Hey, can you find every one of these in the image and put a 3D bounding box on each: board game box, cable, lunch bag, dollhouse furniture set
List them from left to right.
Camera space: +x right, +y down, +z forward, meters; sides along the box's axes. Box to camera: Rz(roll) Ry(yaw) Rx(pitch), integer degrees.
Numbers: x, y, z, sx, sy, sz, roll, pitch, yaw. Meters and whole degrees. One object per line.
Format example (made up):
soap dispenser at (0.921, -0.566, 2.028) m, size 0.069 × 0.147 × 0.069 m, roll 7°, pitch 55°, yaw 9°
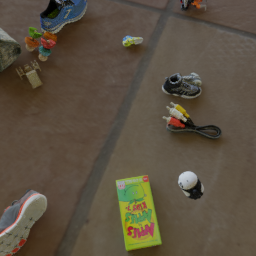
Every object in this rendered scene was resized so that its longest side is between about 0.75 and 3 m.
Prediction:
lunch bag at (-6.182, -3.715, 12.500) m, size 2.327 × 1.622 × 1.952 m, roll 38°, pitch 53°, yaw 16°
dollhouse furniture set at (-4.287, -2.351, 12.431) m, size 0.937 × 0.710 × 1.069 m, roll -29°, pitch 46°, yaw -13°
board game box at (0.334, 2.926, 9.779) m, size 1.186 × 0.556 × 2.335 m, roll -9°, pitch 64°, yaw -4°
cable at (2.532, -0.085, 11.210) m, size 2.432 × 0.612 × 1.181 m, roll 26°, pitch 67°, yaw 12°

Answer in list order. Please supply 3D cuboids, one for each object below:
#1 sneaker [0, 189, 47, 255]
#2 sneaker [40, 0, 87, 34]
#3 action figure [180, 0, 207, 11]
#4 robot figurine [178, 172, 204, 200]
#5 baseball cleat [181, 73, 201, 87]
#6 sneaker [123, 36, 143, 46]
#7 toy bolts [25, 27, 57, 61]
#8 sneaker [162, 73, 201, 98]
sneaker at (-3.920, 3.272, 9.580) m, size 1.096 × 1.031 × 2.677 m, roll 23°, pitch 65°, yaw 43°
sneaker at (-3.099, -5.771, 13.613) m, size 1.100 × 1.249 × 2.801 m, roll 39°, pitch 70°, yaw 16°
action figure at (3.331, -6.707, 14.338) m, size 1.542 × 0.834 × 1.594 m, roll 16°, pitch 64°, yaw -2°
robot figurine at (1.935, 1.782, 8.598) m, size 0.749 × 0.998 × 0.622 m, roll 0°, pitch 48°, yaw 43°
baseball cleat at (2.609, -2.157, 12.372) m, size 1.263 × 0.440 × 0.672 m, roll 12°, pitch 58°, yaw -5°
sneaker at (0.201, -4.250, 13.367) m, size 0.984 × 0.373 × 0.517 m, roll -13°, pitch 64°, yaw -5°
toy bolts at (-3.940, -3.805, 13.064) m, size 1.407 × 1.022 × 1.473 m, roll -5°, pitch 43°, yaw -48°
sneaker at (2.322, -1.787, 11.844) m, size 1.679 × 0.956 × 0.634 m, roll 8°, pitch 64°, yaw 4°
